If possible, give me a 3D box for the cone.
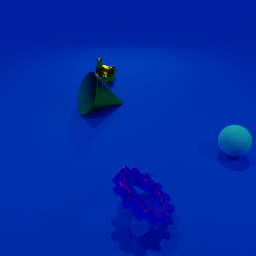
[{"bbox_3d":[-0.775,-1.032,9.711,1.493,1.487,1.487,12,23,-33],"label":"cone"}]

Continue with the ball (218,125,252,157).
[{"bbox_3d":[2.817,0.338,7.392,0.831,0.831,0.831,0,32,0],"label":"ball"}]

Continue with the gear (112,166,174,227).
[{"bbox_3d":[0.313,1.349,5.689,1.362,0.252,1.362,32,20,-13],"label":"gear"}]

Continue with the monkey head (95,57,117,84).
[{"bbox_3d":[-0.926,-2.340,11.471,0.847,1.011,1.405,12,36,9],"label":"monkey head"}]
